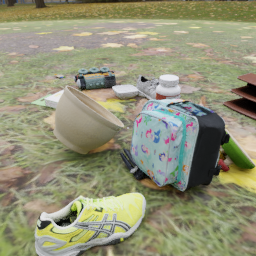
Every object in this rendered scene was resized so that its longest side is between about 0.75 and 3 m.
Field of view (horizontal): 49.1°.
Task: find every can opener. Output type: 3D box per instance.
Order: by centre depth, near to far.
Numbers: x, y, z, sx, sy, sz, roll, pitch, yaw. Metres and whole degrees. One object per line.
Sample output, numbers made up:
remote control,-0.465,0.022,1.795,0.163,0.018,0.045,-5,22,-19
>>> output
can opener,0.123,1.128,8.718,0.539,0.435,1.371,35,5,-45

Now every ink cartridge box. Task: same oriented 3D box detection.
ink cartridge box,-3.578,-1.458,13.714,1.956,0.469,1.423,15,31,24

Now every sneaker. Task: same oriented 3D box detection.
sneaker,-0.707,2.019,6.269,2.710,1.035,1.022,-17,31,-31
sneaker,1.332,-1.946,13.946,2.613,1.071,0.976,23,35,38

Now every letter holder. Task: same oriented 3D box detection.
letter holder,5.857,-1.382,12.600,1.888,1.336,2.656,-16,31,-25

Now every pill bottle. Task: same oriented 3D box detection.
pill bottle,1.663,-1.242,11.751,1.021,1.821,1.021,0,27,0

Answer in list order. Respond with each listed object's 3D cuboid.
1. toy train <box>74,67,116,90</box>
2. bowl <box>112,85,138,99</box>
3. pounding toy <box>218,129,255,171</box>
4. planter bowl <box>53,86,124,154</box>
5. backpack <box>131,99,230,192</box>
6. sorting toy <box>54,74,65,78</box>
toy train,-1.790,-2.747,15.710,2.395,1.021,1.365,-9,38,-17
bowl,-0.139,-1.850,14.469,1.166,0.435,1.165,-11,29,-19
pounding toy,3.092,0.688,8.931,1.890,0.877,1.459,55,17,18
planter bowl,-1.508,-0.116,9.344,2.298,1.547,2.298,35,6,-5
backpack,1.209,0.338,8.127,1.997,2.354,2.652,-4,22,-24
sorting toy,-4.271,-3.222,17.497,0.888,0.121,0.500,25,32,39
